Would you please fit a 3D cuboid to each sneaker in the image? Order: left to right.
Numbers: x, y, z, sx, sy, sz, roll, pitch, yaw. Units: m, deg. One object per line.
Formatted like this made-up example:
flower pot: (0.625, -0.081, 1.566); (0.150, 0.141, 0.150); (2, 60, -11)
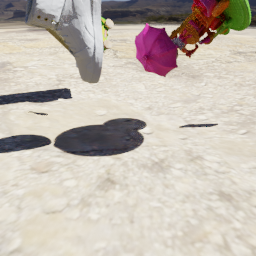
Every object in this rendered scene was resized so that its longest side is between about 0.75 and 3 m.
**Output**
sneaker: (-1.501, -2.289, 6.499); (1.682, 2.911, 1.072); (-17, 37, -23)

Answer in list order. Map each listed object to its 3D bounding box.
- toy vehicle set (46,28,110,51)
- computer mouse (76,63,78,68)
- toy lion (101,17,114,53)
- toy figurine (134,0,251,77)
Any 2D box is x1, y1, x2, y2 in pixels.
toy vehicle set: (-1.990, -3.859, 10.744); (0.378, 2.855, 1.774); (8, 68, 41)
computer mouse: (-1.538, -2.397, 9.301); (0.483, 0.881, 0.193); (12, 4, 10)
toy lion: (-1.324, -3.673, 10.738); (1.478, 1.542, 0.530); (18, -22, -36)
toy figurine: (1.361, -2.431, 7.328); (2.105, 2.580, 2.803); (52, 8, 11)
